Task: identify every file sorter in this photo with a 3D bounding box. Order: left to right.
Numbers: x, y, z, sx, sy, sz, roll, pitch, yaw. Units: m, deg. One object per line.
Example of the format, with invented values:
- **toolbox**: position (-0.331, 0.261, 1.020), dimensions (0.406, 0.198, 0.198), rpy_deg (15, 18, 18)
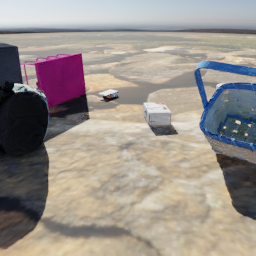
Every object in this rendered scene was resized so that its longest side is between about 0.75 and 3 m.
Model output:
- **file sorter**: position (-3.520, -2.267, 12.771), dimensions (1.724, 1.910, 2.749), rpy_deg (10, 26, 29)

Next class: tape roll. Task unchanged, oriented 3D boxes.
- **tape roll**: position (4.435, -1.501, 12.407), dimensions (1.063, 0.730, 1.063), rpy_deg (0, 24, 0)

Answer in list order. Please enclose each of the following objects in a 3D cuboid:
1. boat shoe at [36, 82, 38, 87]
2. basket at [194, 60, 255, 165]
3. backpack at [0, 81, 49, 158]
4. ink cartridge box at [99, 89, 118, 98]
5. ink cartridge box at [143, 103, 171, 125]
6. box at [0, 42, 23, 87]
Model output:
- **boat shoe**: position (-4.232, -2.278, 14.526), dimensions (1.274, 0.458, 0.433), rpy_deg (18, 30, 35)
- **basket**: position (3.038, -0.415, 7.045), dimensions (2.580, 2.926, 2.035), rpy_deg (18, 66, 30)
- **backpack**: position (-3.346, -0.413, 8.719), dimensions (1.617, 2.132, 2.554), rpy_deg (10, 13, -31)
- **ink cartridge box**: position (-0.929, -1.585, 13.240), dimensions (0.490, 0.227, 0.900), rpy_deg (17, 30, 34)
- **ink cartridge box**: position (1.073, -0.559, 10.530), dimensions (0.847, 0.478, 1.154), rpy_deg (-1, 23, -8)
- **box**: position (-5.524, -2.120, 11.512), dimensions (1.601, 2.599, 2.578), rpy_deg (-19, 31, -37)
